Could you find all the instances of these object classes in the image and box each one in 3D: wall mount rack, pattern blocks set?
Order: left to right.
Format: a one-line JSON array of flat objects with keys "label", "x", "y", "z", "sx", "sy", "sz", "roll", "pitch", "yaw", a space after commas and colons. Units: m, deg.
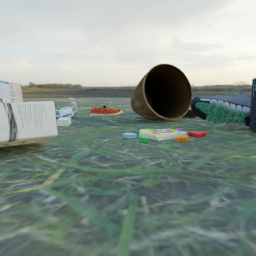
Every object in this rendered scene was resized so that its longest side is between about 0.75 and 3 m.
[{"label": "wall mount rack", "x": -3.558, "y": -1.010, "z": 14.499, "sx": 1.759, "sy": 0.755, "sz": 2.024, "roll": -15, "pitch": 20, "yaw": -12}, {"label": "pattern blocks set", "x": 1.084, "y": 0.179, "z": 8.565, "sx": 2.247, "sy": 0.182, "sz": 1.975, "roll": -8, "pitch": 11, "yaw": -43}]

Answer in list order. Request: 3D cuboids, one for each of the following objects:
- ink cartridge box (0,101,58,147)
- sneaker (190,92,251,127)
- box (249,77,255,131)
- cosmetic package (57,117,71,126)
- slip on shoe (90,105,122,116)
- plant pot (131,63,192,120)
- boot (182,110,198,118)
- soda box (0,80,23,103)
[{"label": "ink cartridge box", "x": -2.872, "y": -0.029, "z": 6.451, "sx": 2.069, "sy": 0.872, "sz": 1.510, "roll": -5, "pitch": -6, "yaw": -35}, {"label": "sneaker", "x": 3.842, "y": -0.867, "z": 10.718, "sx": 2.913, "sy": 1.084, "sz": 1.275, "roll": 13, "pitch": 51, "yaw": 2}, {"label": "box", "x": 4.860, "y": -0.700, "z": 8.809, "sx": 1.142, "sy": 1.843, "sz": 1.811, "roll": -1, "pitch": 8, "yaw": -6}, {"label": "cosmetic package", "x": -2.616, "y": -0.266, "z": 11.483, "sx": 0.447, "sy": 0.274, "sz": 1.084, "roll": -2, "pitch": 8, "yaw": -6}, {"label": "slip on shoe", "x": -1.157, "y": -0.945, "z": 15.295, "sx": 1.941, "sy": 0.594, "sz": 0.719, "roll": -3, "pitch": 6, "yaw": -31}, {"label": "plant pot", "x": 1.241, "y": -1.460, "z": 13.574, "sx": 2.553, "sy": 2.553, "sz": 2.731, "roll": -4, "pitch": -5, "yaw": -25}, {"label": "boot", "x": 3.394, "y": -0.794, "z": 14.843, "sx": 1.124, "sy": 0.424, "sz": 1.283, "roll": 5, "pitch": 8, "yaw": 34}, {"label": "soda box", "x": -4.271, "y": -0.506, "z": 7.866, "sx": 2.810, "sy": 0.893, "sz": 0.961, "roll": -15, "pitch": -8, "yaw": 26}]
